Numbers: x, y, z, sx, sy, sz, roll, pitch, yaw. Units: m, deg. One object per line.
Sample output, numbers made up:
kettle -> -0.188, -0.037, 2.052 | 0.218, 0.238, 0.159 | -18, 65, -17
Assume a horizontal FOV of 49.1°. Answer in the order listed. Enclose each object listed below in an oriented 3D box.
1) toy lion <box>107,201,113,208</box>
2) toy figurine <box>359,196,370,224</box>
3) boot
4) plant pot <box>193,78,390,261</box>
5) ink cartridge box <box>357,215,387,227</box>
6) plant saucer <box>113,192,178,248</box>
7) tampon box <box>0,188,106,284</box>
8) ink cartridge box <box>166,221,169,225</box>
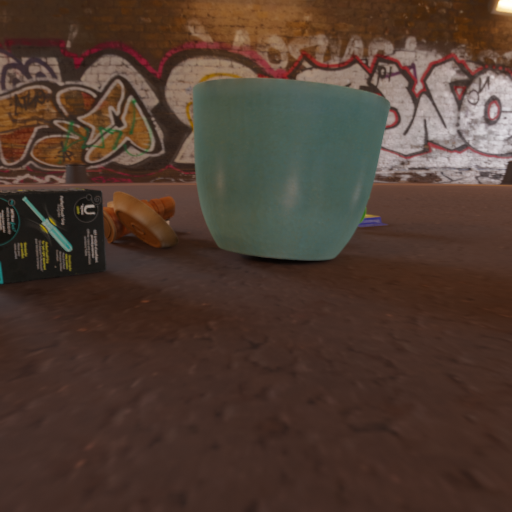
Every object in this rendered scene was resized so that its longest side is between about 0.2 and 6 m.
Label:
toy lion -> -4.296, -1.038, 14.982 | 1.696, 0.582, 1.626 | -1, 17, -3
toy figurine -> 2.386, -1.167, 14.167 | 0.860, 1.146, 1.055 | 35, -3, 9
boot -> -2.494, -0.829, 12.022 | 1.630, 0.805, 2.099 | -17, 0, -13
plant pot -> 0.464, -1.352, 9.594 | 3.319, 2.664, 3.319 | 5, 6, -1
ink cartridge box -> 2.810, -0.959, 15.125 | 1.059, 0.252, 1.072 | -6, 9, -33
plant saucer -> -2.172, -0.604, 10.651 | 1.527, 1.527, 0.270 | 11, 59, 50
tampon box -> -3.203, -0.342, 8.215 | 1.659, 1.243, 1.047 | -7, 12, -38
ink cartridge box -> -2.519, -0.748, 13.494 | 0.583, 0.337, 0.802 | 2, 10, 14
